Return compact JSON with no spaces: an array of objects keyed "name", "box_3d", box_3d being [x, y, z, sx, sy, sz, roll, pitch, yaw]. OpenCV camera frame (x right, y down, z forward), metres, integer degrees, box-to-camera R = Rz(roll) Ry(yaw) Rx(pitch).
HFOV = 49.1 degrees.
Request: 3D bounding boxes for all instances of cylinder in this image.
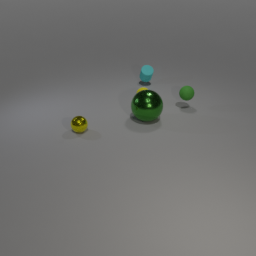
[{"name":"cylinder","box_3d":[1.048,-3.084,15.874,0.700,0.700,0.700,3,65,-6]}]

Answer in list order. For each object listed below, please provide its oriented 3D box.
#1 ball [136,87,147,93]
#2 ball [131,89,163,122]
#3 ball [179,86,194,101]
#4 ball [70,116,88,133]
[{"name":"ball","box_3d":[0.749,-1.636,13.703,0.700,0.700,0.700,0,29,0]},{"name":"ball","box_3d":[0.822,-0.960,12.119,1.400,1.400,1.400,0,29,0]},{"name":"ball","box_3d":[2.750,-1.630,13.098,0.700,0.700,0.700,0,29,0]},{"name":"ball","box_3d":[-1.985,-0.154,11.402,0.700,0.700,0.700,0,29,0]}]
